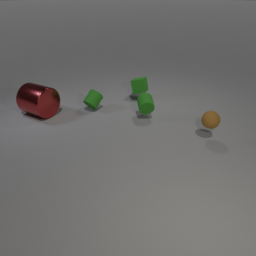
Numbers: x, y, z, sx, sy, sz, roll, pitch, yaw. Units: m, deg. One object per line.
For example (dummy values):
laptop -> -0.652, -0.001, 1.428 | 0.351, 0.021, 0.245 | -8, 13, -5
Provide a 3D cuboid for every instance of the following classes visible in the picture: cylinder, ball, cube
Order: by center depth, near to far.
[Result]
ball -> 3.168, -0.315, 10.711 | 0.700, 0.700, 0.700 | 0, 28, 0
cylinder -> 0.784, -1.086, 12.406 | 0.700, 0.700, 0.700 | -3, 46, -5
cylinder -> -4.063, -1.261, 12.730 | 1.400, 1.400, 1.400 | 17, 33, 28
cylinder -> -1.644, -1.357, 13.238 | 0.700, 0.700, 0.700 | 22, 75, 35
cube -> 0.598, -2.183, 14.309 | 0.700, 0.700, 0.700 | -6, 17, 17
